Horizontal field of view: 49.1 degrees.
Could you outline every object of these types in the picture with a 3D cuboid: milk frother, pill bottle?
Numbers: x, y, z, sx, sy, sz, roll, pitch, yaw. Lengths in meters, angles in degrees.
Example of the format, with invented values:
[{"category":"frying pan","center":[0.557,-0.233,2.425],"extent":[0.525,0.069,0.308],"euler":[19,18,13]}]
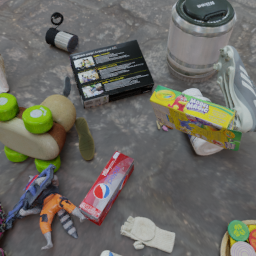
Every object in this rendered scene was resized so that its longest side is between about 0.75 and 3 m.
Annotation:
[{"category":"milk frother","center":[-2.959,-4.361,12.777],"extent":[1.286,1.368,1.234],"euler":[24,58,15]},{"category":"pill bottle","center":[2.583,-0.284,9.986],"extent":[1.266,1.266,2.282],"euler":[-12,56,-8]}]

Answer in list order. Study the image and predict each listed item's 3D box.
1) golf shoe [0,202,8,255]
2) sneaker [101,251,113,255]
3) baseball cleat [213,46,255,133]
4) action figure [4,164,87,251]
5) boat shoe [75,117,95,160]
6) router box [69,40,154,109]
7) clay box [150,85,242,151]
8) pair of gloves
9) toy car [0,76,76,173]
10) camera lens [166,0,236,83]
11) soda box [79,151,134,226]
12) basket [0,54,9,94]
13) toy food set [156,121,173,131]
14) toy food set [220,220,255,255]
[{"category":"golf shoe","center":[-4.064,3.106,7.720],"extent":[1.199,0.946,2.604],"euler":[-21,62,9]},{"category":"sneaker","center":[-0.012,4.326,6.905],"extent":[1.375,0.949,2.471],"euler":[-6,62,2]},{"category":"baseball cleat","center":[3.547,-1.193,8.638],"extent":[1.459,0.956,2.742],"euler":[-1,80,-17]},{"category":"action figure","center":[-2.544,2.454,8.442],"extent":[2.454,1.284,2.374],"euler":[-44,55,7]},{"category":"boat shoe","center":[-1.496,0.396,9.979],"extent":[0.563,0.518,1.575],"euler":[-17,75,1]},{"category":"router box","center":[-0.670,-2.215,11.341],"extent":[2.930,0.748,2.185],"euler":[-16,72,-11]},{"category":"clay box","center":[1.719,-0.221,6.897],"extent":[2.237,1.285,0.532],"euler":[22,74,24]},{"category":"pair of gloves","center":[0.358,3.496,7.941],"extent":[1.601,0.330,1.882],"euler":[22,57,15]},{"category":"toy car","center":[-2.764,-0.445,9.559],"extent":[2.365,2.462,2.998],"euler":[19,47,13]},{"category":"camera lens","center":[2.806,-3.611,11.272],"extent":[2.364,2.955,2.364],"euler":[0,55,0]},{"category":"soda box","center":[-0.618,1.854,8.802],"extent":[0.702,0.775,2.214],"euler":[25,59,16]},{"category":"basket","center":[-6.302,-2.624,10.891],"extent":[2.535,2.512,2.038],"euler":[-14,54,-10]},{"category":"toy food set","center":[1.501,-0.113,10.586],"extent":[0.843,0.133,0.536],"euler":[-4,55,-12]},{"category":"toy food set","center":[3.642,3.640,7.700],"extent":[2.222,0.546,2.245],"euler":[3,56,3]}]
